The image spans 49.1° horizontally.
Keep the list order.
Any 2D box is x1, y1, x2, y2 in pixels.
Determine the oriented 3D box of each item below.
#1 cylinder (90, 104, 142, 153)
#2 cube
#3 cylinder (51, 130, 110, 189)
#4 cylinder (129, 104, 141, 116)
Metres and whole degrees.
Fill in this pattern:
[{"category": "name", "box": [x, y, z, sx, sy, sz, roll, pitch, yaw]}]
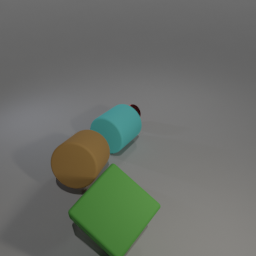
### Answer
[{"category": "cylinder", "box": [-0.423, 0.005, 10.247, 1.400, 1.400, 1.400, 17, 33, 26]}, {"category": "cube", "box": [-0.361, 1.899, 6.354, 1.400, 1.400, 1.400, 41, 67, 7]}, {"category": "cylinder", "box": [-1.387, 0.892, 8.447, 1.400, 1.400, 1.400, 6, 16, 10]}, {"category": "cylinder", "box": [0.046, -0.550, 11.510, 0.700, 0.700, 0.700, -29, 6, -39]}]
